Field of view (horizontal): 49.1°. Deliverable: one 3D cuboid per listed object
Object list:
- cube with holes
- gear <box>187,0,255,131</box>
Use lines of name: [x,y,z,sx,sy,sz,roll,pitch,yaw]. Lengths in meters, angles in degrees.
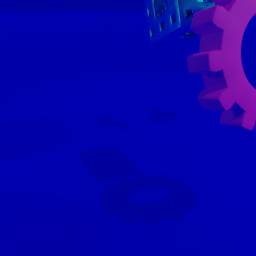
cube with holes: [0.856,-1.799,4.052,0.920,0.920,0.920,-10,5,-21]
gear: [1.533,-0.881,3.289,1.812,1.812,0.335,-12,13,-25]
